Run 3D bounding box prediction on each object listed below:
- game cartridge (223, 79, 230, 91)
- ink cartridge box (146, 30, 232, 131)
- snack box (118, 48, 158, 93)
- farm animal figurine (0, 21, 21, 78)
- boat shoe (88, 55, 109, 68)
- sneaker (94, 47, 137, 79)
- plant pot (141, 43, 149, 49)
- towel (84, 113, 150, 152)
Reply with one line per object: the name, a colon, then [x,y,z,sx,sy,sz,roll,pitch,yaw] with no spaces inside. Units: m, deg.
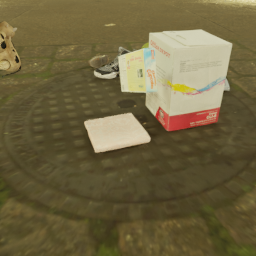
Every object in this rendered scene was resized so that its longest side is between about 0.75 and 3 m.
game cartridge: [3.925,-1.893,12.014,0.704,0.219,1.057,1,32,10]
ink cartridge box: [1.854,-1.667,9.283,1.971,2.725,1.980,-10,34,-15]
snack box: [0.210,-1.423,7.140,0.319,0.999,1.719,-9,11,-20]
farm animal figurine: [-3.370,-2.424,7.256,0.993,1.974,1.594,-18,79,-12]
boat shoe: [-1.550,-3.325,14.034,0.528,0.536,1.440,9,24,31]
sneaker: [-0.547,-3.032,12.813,2.163,1.231,0.816,-14,35,-21]
plant pot: [1.206,-3.885,14.676,0.861,0.861,0.818,-24,53,-32]
towel: [-0.390,0.120,8.791,1.715,0.277,1.638,-11,34,-17]
